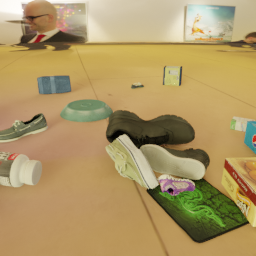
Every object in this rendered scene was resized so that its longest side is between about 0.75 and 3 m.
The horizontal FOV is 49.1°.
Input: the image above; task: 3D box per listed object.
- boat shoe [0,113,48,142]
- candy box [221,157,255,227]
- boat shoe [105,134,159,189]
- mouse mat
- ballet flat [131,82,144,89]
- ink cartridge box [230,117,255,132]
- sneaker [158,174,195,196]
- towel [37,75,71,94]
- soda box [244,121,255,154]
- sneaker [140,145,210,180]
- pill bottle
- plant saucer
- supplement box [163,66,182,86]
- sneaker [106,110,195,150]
[{"bbox_3d":[-3.871,-0.040,10.019,2.059,0.636,0.750,-20,29,-40],"label":"boat shoe"},{"bbox_3d":[3.849,1.339,6.329,2.892,0.800,1.669,-1,22,-4],"label":"candy box"},{"bbox_3d":[0.053,0.966,7.526,0.774,0.898,2.495,-31,25,-6],"label":"boat shoe"},{"bbox_3d":[1.577,1.721,6.425,1.641,0.077,2.039,-11,23,-24],"label":"mouse mat"},{"bbox_3d":[0.584,-2.548,16.703,0.926,0.338,0.338,-13,25,-30],"label":"ballet flat"},{"bbox_3d":[4.362,-0.132,10.630,0.820,0.359,0.596,10,25,27],"label":"ink cartridge box"},{"bbox_3d":[1.156,1.416,6.626,0.965,0.388,0.427,15,51,-18],"label":"sneaker"},{"bbox_3d":[-4.044,-2.388,15.390,1.767,0.987,0.429,-5,22,-13],"label":"towel"},{"bbox_3d":[4.338,0.558,8.295,0.765,0.809,2.384,-1,22,-3],"label":"soda box"},{"bbox_3d":[1.341,0.856,7.851,2.014,0.712,0.999,14,17,34],"label":"sneaker"},{"bbox_3d":[-2.977,1.026,7.002,1.483,0.821,0.821,7,23,5],"label":"pill bottle"},{"bbox_3d":[-1.825,-0.851,12.352,2.328,0.418,2.328,0,21,0],"label":"plant saucer"},{"bbox_3d":[2.764,-3.246,17.372,1.100,1.102,0.740,5,22,13],"label":"supplement box"},{"bbox_3d":[0.658,0.255,9.029,2.919,1.108,1.325,4,37,13],"label":"sneaker"}]
